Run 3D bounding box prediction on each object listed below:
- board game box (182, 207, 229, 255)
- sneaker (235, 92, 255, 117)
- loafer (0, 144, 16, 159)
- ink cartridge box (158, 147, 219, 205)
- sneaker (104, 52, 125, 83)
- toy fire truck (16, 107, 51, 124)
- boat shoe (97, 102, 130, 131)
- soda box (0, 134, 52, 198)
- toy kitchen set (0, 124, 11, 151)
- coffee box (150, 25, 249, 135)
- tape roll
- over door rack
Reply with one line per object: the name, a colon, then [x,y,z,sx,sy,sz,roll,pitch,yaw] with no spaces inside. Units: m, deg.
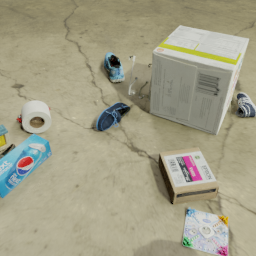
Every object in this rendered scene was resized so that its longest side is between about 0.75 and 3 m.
board game box: [2.237,2.918,7.980,1.224,0.158,1.225,11,42,11]
sneaker: [4.946,-1.015,12.202,0.814,0.526,1.500,-8,45,-11]
loafer: [-4.463,0.985,10.041,0.397,0.348,1.105,19,44,18]
ink cartridge box: [1.917,1.520,9.194,1.458,0.665,1.770,-8,41,-8]
sneaker: [-0.674,-3.367,14.452,0.950,1.090,2.423,-11,42,-12]
toy fire truck: [-3.923,-0.564,11.657,0.867,0.300,1.230,40,72,-15]
boat shoe: [-0.558,-0.537,11.433,0.661,0.810,1.925,14,45,27]
soda box: [-3.681,1.213,9.494,0.772,0.731,2.277,22,46,23]
toy kitchen set: [-4.640,0.959,9.172,2.085,1.533,2.603,-28,49,-28]
coffee box: [2.857,-2.075,11.539,2.966,2.961,2.933,19,45,20]
tape roll: [-3.597,-0.434,10.978,1.092,1.092,0.750,-12,44,-14]
over door rack: [0.681,-2.216,12.420,1.376,1.863,0.620,11,-14,-40]
